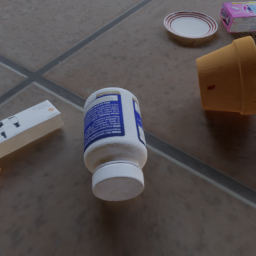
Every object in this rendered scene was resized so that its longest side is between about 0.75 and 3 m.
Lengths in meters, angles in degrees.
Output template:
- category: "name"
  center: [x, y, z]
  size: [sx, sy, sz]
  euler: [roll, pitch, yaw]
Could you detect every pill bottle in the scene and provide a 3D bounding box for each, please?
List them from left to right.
- category: "pill bottle"
  center: [-0.307, 0.353, 6.438]
  size: [1.415, 1.415, 2.365]
  euler: [-4, 51, -3]

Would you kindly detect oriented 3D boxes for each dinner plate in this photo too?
- category: "dinner plate"
  center: [2.456, -4.049, 11.084]
  size: [2.100, 0.255, 2.100]
  euler: [0, 50, 0]

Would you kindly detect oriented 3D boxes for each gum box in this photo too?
- category: "gum box"
  center: [4.752, -4.440, 11.129]
  size: [2.015, 0.666, 1.144]
  euler: [-5, 51, -4]

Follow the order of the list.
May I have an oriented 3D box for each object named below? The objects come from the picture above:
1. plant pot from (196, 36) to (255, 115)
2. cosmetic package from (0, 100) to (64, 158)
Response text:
- category: "plant pot"
  center: [2.688, -1.331, 7.710]
  size: [1.451, 2.073, 2.073]
  euler: [-7, 48, 15]
- category: "cosmetic package"
  center: [-2.753, -0.002, 7.344]
  size: [1.945, 0.493, 0.803]
  euler: [-31, 52, -26]
